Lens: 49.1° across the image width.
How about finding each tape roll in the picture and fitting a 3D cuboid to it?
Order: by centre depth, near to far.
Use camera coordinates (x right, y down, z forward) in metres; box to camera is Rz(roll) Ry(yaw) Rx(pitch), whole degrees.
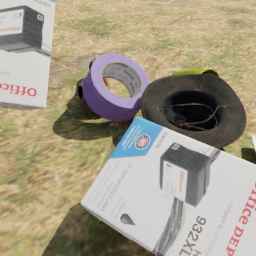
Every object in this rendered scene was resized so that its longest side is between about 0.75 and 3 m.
[{"bbox_3d":[-0.323,-1.221,8.414,1.939,0.824,1.939,14,56,-21],"label":"tape roll"}]

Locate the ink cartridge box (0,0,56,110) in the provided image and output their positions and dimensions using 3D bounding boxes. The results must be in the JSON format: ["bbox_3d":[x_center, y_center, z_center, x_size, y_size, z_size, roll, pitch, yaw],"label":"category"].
[{"bbox_3d":[-2.703,-1.896,5.666,2.090,2.880,1.206,6,-1,-34],"label":"ink cartridge box"}]

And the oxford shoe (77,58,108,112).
[{"bbox_3d":[-1.241,-1.558,9.488,1.022,1.003,2.819,-9,39,-4],"label":"oxford shoe"}]

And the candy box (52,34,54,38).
[{"bbox_3d":[-4.183,-4.197,13.430,0.883,0.228,1.728,-2,38,2],"label":"candy box"}]

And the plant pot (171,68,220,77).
[{"bbox_3d":[2.053,-1.382,9.118,1.342,1.342,1.292,-23,33,-27],"label":"plant pot"}]

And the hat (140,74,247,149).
[{"bbox_3d":[1.706,-0.220,7.624,2.926,1.180,2.926,-4,48,4],"label":"hat"}]

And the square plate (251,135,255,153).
[{"bbox_3d":[4.373,1.282,6.303,2.764,0.397,2.791,7,39,9],"label":"square plate"}]

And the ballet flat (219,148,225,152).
[{"bbox_3d":[1.587,0.984,6.328,2.052,0.742,0.696,-30,76,-35],"label":"ballet flat"}]

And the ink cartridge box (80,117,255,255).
[{"bbox_3d":[0.930,1.316,5.056,2.832,1.185,2.054,24,69,27],"label":"ink cartridge box"}]
